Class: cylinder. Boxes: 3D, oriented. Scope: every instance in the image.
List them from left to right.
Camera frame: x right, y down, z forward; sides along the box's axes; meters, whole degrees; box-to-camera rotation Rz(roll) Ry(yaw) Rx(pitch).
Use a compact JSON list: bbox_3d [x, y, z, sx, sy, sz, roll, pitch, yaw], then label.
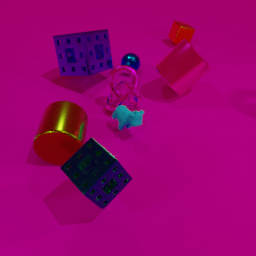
[{"bbox_3d":[-1.578,0.116,6.742,1.137,1.137,1.137,0,42,0],"label":"cylinder"},{"bbox_3d":[1.653,-1.833,8.548,1.226,1.226,1.226,-42,42,16],"label":"cylinder"}]

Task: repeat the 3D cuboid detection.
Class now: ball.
[{"bbox_3d":[0.089,-2.270,9.782,0.704,0.704,0.704,0,41,0],"label":"ball"}]

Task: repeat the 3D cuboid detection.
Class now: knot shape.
[{"bbox_3d":[-0.058,-0.981,7.962,1.300,1.389,0.642,38,26,30],"label":"knot shape"}]

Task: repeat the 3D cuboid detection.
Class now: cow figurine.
[{"bbox_3d":[-0.001,-0.325,7.274,0.483,0.866,0.880,-12,57,-37],"label":"cow figurine"}]

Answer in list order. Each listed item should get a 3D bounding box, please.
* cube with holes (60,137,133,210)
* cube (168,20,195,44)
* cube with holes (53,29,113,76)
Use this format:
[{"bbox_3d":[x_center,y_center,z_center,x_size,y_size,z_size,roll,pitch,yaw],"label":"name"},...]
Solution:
[{"bbox_3d":[-0.570,0.845,5.191,0.800,0.800,0.800,-45,51,-11],"label":"cube with holes"},{"bbox_3d":[2.187,-3.884,11.477,0.714,0.714,0.714,4,38,-21],"label":"cube"},{"bbox_3d":[-1.416,-2.436,9.041,1.253,1.253,1.253,6,24,31],"label":"cube with holes"}]
